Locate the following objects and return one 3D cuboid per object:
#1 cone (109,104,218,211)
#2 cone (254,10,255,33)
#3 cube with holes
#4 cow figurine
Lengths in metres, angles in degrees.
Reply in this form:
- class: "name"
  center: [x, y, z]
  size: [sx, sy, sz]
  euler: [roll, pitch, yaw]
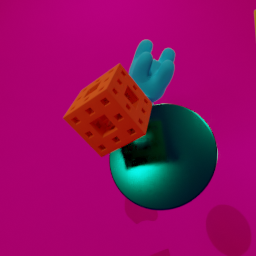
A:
- class: "cone"
  center: [0.681, 0.614, 4.457]
  size: [1.504, 1.509, 1.504]
  euler: [-8, 66, 18]
- class: "cone"
  center: [2.251, -1.148, 4.314]
  size: [1.024, 1.028, 1.024]
  euler: [15, 20, -5]
- class: "cube with holes"
  center: [-0.223, -0.225, 3.591]
  size: [0.718, 0.718, 0.718]
  euler: [-29, 25, 29]
- class: "cow figurine"
  center: [0.323, -0.855, 5.656]
  size: [0.940, 1.686, 1.713]
  euler: [19, 32, -5]
